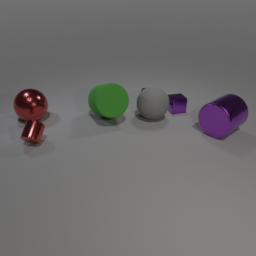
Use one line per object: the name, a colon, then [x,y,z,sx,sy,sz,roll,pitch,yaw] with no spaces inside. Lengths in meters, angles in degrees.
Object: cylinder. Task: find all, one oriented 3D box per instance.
cylinder: [-3.484,0.145,10.270,0.700,0.700,0.700,7,67,13]
cylinder: [-0.848,-1.159,11.757,1.400,1.400,1.400,-11,10,-19]
cylinder: [3.726,-0.487,10.964,1.400,1.400,1.400,-25,37,-37]

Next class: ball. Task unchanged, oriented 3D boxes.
ball: [1.071,-1.077,12.015,1.400,1.400,1.400,0,29,0]
ball: [-4.109,-0.969,11.869,1.400,1.400,1.400,0,29,0]

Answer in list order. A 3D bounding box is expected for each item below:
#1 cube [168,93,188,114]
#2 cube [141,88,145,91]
cube: [2.234,-1.119,12.850,0.700,0.700,0.700,-7,30,-13]
cube: [1.015,-1.497,13.388,0.700,0.700,0.700,-4,29,16]
